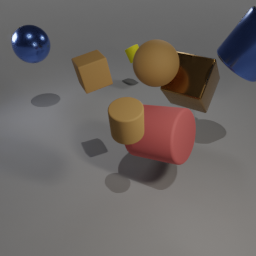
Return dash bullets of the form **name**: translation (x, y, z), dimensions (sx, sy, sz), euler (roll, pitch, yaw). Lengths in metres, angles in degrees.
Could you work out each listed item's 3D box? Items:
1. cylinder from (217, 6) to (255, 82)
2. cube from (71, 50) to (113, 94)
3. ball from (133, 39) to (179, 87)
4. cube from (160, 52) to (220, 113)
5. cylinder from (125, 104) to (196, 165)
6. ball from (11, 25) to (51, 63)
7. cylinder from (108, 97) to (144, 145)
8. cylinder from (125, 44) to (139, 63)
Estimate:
- **cylinder**: translation (3.349, -2.189, 7.402), dimensions (1.400, 1.400, 1.400), euler (21, 39, -19)
- **cube**: translation (-0.870, -1.375, 6.786), dimensions (0.700, 0.700, 0.700), euler (-23, 37, -11)
- **ball**: translation (0.841, -1.948, 8.475), dimensions (1.400, 1.400, 1.400), euler (0, 31, 0)
- **cube**: translation (2.122, -1.513, 9.416), dimensions (1.400, 1.400, 1.400), euler (20, -6, 26)
- **cylinder**: translation (0.826, 0.135, 7.213), dimensions (1.400, 1.400, 1.400), euler (8, 30, 35)
- **ball**: translation (-3.659, -3.166, 10.607), dimensions (1.400, 1.400, 1.400), euler (0, 31, 0)
- **cylinder**: translation (-0.027, -0.142, 5.629), dimensions (0.700, 0.700, 0.700), euler (-2, 47, 2)
- **cylinder**: translation (0.294, -3.638, 13.744), dimensions (0.700, 0.700, 0.700), euler (-25, 10, 5)
